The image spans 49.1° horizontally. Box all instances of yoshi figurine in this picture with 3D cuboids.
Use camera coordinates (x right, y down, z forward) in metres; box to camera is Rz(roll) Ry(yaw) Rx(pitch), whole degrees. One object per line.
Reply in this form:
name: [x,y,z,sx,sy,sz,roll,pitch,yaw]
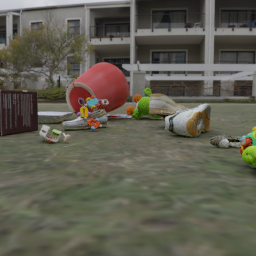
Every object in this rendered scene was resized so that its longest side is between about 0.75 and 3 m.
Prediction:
yoshi figurine: [0.794,-1.155,14.423,1.617,1.623,2.888,-19,16,-21]

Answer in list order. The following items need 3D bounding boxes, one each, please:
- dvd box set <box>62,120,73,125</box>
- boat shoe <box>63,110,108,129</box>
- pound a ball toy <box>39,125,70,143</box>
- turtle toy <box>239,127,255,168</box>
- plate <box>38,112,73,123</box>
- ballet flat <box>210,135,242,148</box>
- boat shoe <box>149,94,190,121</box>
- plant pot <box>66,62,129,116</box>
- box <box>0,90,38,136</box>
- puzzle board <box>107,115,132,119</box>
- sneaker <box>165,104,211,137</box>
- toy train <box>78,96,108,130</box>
dvd box set: [-1.912,-0.178,10.954,1.144,0.168,0.837,5,9,42]
boat shoe: [-1.515,-0.302,9.904,1.801,0.616,0.673,-10,11,-43]
pound a ball toy: [-1.856,0.217,7.007,0.554,0.361,0.849,26,-7,-28]
turtle toy: [2.008,0.359,4.379,0.466,0.671,0.921,-19,0,19]
plate: [-3.960,-0.493,12.759,2.485,0.402,2.479,0,5,2]
ballet flat: [2.251,0.320,6.189,0.836,0.283,0.315,0,26,-12]
boat shoe: [1.673,-0.471,10.526,2.509,0.868,0.925,21,-12,-36]
plant pot: [-1.597,-1.679,13.652,2.580,2.580,2.283,4,28,31]
box: [-3.887,-0.526,8.833,1.342,1.328,1.617,3,7,22]
puzzle board: [-0.750,-0.612,14.959,1.880,0.164,1.417,1,7,2]
sneaker: [1.902,-0.296,8.716,1.053,0.908,2.401,3,6,30]
toy train: [-1.158,-0.485,9.366,0.907,1.207,0.336,21,-28,-1]
